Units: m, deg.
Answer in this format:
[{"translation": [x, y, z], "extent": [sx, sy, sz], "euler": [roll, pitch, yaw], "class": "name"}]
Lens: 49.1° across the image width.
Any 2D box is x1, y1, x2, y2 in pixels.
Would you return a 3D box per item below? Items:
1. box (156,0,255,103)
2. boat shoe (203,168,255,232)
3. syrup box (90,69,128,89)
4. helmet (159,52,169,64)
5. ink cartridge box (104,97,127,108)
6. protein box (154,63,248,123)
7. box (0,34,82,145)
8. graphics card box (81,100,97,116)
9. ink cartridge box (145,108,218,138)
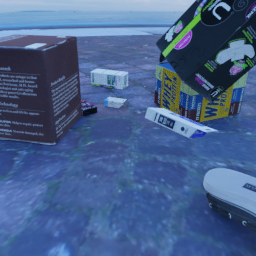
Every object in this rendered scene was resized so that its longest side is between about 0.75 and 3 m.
[{"translation": [2.544, -2.500, 7.961], "extent": [1.689, 2.718, 2.018], "euler": [24, 31, -43], "class": "box"}, {"translation": [2.596, 1.558, 5.074], "extent": [0.976, 0.805, 2.845], "euler": [-22, 24, -27], "class": "boat shoe"}, {"translation": [-0.920, -2.471, 14.064], "extent": [1.798, 0.708, 0.732], "euler": [11, 28, 21], "class": "syrup box"}, {"translation": [2.965, -3.293, 13.432], "extent": [2.866, 2.866, 2.733], "euler": [-5, 26, -10], "class": "helmet"}, {"translation": [-0.508, -1.045, 11.588], "extent": [0.817, 0.277, 0.474], "euler": [10, 27, 20], "class": "ink cartridge box"}, {"translation": [2.713, -1.549, 10.975], "extent": [2.487, 1.678, 2.469], "euler": [-11, 28, -22], "class": "protein box"}, {"translation": [-3.105, -1.364, 9.158], "extent": [2.423, 2.951, 2.448], "euler": [6, 25, 11], "class": "box"}, {"translation": [-1.745, -0.796, 11.094], "extent": [0.639, 0.259, 1.019], "euler": [-18, 32, -34], "class": "graphics card box"}, {"translation": [0.907, -0.061, 4.798], "extent": [1.159, 0.227, 0.576], "euler": [26, 16, 35], "class": "ink cartridge box"}]
